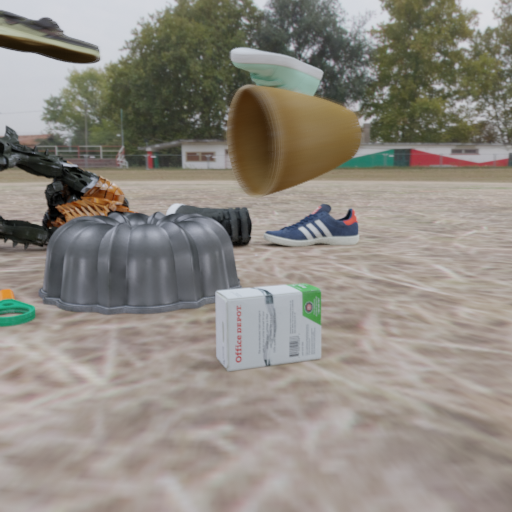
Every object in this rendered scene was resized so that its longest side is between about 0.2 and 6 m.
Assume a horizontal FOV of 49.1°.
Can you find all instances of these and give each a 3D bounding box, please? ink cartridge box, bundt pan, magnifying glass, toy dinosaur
[{"bbox_3d":[0.097,0.579,4.688,0.845,0.619,0.351,-3,9,-21],"label":"ink cartridge box"},{"bbox_3d":[-1.489,-0.035,7.295,2.611,0.980,2.611,-1,10,0],"label":"bundt pan"},{"bbox_3d":[-2.777,0.571,6.262,0.524,0.147,1.316,-5,13,-25],"label":"magnifying glass"},{"bbox_3d":[-3.511,-1.063,10.709,3.026,2.277,4.458,14,-16,-16],"label":"toy dinosaur"}]

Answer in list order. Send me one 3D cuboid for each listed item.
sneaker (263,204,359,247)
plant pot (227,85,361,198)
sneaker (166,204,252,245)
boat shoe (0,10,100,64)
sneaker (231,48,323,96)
[{"bbox_3d":[1.108,-0.637,11.272,1.958,0.828,0.734,-3,10,-12],"label":"sneaker"},{"bbox_3d":[0.452,-1.217,5.848,1.185,1.105,1.105,-10,13,-26],"label":"plant pot"},{"bbox_3d":[-0.796,-0.578,10.628,1.258,0.897,2.536,-3,4,15],"label":"sneaker"},{"bbox_3d":[-3.895,-4.067,10.314,2.041,0.661,0.747,8,-5,-21],"label":"boat shoe"},{"bbox_3d":[0.416,-3.801,13.154,1.074,1.721,2.919,29,20,37],"label":"sneaker"}]
